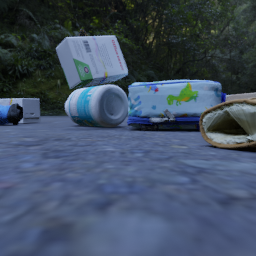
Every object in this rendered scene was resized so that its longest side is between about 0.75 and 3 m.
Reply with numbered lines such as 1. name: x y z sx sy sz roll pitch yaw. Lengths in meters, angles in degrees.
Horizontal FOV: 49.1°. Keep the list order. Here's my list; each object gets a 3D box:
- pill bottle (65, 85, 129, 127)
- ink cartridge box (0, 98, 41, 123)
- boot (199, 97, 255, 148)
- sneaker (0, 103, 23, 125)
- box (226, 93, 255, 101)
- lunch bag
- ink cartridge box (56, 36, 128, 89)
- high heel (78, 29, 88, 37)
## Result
1. pill bottle: -1.152 -0.692 9.157 1.286 1.286 2.322 -2 4 -40
2. ink cartridge box: -4.693 -0.738 12.096 1.437 1.049 1.054 1 5 23
3. boot: 2.326 -0.084 3.303 2.212 0.732 1.937 0 -10 -31
4. sneaker: -4.498 -0.526 10.430 1.120 0.773 2.013 -8 10 -25
5. box: 5.475 -0.869 12.346 1.096 1.339 2.820 -1 2 -21
6. lunch bag: 1.336 -0.606 7.734 2.410 1.236 2.998 -1 2 11
7. ink cartridge box: -0.909 -1.748 7.382 1.579 1.143 0.663 -18 -1 -41
8. high heel: -1.546 -3.349 11.497 1.008 0.505 1.414 38 -20 18
